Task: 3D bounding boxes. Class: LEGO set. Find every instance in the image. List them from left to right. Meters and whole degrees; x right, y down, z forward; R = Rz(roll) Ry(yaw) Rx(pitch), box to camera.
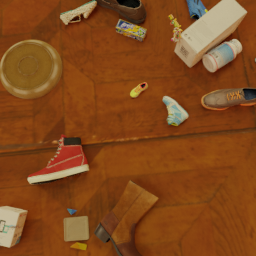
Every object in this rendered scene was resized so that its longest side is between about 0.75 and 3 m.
[{"bbox_3d":[1.696,-3.649,10.413,0.390,1.047,0.482,-41,43,-22],"label":"LEGO set"}]

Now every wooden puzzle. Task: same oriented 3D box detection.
[{"bbox_3d":[-1.952,3.825,10.617,0.992,0.172,1.470,3,79,-4],"label":"wooden puzzle"}]

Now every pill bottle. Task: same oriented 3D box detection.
[{"bbox_3d":[3.927,-3.040,11.642,1.511,0.822,0.822,-33,80,-6],"label":"pill bottle"}]

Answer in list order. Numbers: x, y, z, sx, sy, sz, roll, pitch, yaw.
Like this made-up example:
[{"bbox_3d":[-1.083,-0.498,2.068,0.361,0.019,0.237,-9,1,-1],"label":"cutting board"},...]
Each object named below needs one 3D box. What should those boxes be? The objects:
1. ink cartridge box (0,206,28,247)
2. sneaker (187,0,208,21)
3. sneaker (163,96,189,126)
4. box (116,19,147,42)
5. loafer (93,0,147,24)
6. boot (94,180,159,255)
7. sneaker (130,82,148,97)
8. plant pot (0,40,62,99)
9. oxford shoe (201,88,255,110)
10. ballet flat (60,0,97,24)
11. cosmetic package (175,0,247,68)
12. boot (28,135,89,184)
[{"bbox_3d":[-4.396,3.578,10.284,0.881,0.885,1.207,12,78,3],"label":"ink cartridge box"},{"bbox_3d":[2.880,-5.257,12.230,0.644,0.542,1.644,-29,81,-7],"label":"sneaker"},{"bbox_3d":[1.725,-0.632,11.326,1.294,0.515,0.845,43,80,9],"label":"sneaker"},{"bbox_3d":[0.133,-4.203,12.090,1.276,0.410,0.447,23,80,4],"label":"box"},{"bbox_3d":[-0.466,-5.711,12.054,2.999,1.065,1.095,30,80,6],"label":"loafer"},{"bbox_3d":[0.335,3.546,10.392,2.316,0.843,2.461,35,81,18],"label":"boot"},{"bbox_3d":[0.443,-1.614,11.578,0.882,0.398,0.345,-40,83,-6],"label":"sneaker"},{"bbox_3d":[-4.149,-2.557,11.789,2.682,0.369,2.682,0,79,0],"label":"plant pot"},{"bbox_3d":[4.190,-1.291,11.261,2.424,0.884,0.864,-9,79,-2],"label":"oxford shoe"},{"bbox_3d":[-2.104,-4.999,12.256,1.721,0.618,0.618,-23,80,-2],"label":"ballet flat"},{"bbox_3d":[3.317,-3.908,11.483,2.697,1.522,1.094,-39,81,-5],"label":"cosmetic package"},{"bbox_3d":[-2.818,1.178,10.832,2.296,0.831,1.657,-16,79,-11],"label":"boot"}]
